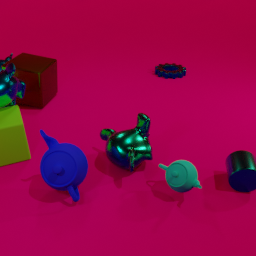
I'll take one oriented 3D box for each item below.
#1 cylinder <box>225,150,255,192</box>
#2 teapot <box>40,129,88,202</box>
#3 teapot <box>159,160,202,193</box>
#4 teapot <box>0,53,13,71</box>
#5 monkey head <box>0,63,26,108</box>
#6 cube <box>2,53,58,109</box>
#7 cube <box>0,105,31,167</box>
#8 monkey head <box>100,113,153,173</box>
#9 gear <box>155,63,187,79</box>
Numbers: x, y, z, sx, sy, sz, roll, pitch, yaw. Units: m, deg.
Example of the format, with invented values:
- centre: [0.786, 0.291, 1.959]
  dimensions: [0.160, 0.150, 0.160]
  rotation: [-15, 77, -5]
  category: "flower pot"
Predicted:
- centre: [2.671, 0.998, 6.513]
  dimensions: [0.710, 0.710, 0.710]
  rotation: [6, 32, 9]
  category: "cylinder"
- centre: [-1.459, 0.808, 6.108]
  dimensions: [1.069, 1.720, 0.842]
  rotation: [-26, -3, 1]
  category: "teapot"
- centre: [1.155, 1.052, 6.097]
  dimensions: [1.156, 0.719, 0.566]
  rotation: [25, 0, 38]
  category: "teapot"
- centre: [-4.837, -2.162, 10.937]
  dimensions: [1.080, 1.737, 0.850]
  rotation: [21, -1, -21]
  category: "teapot"
- centre: [-3.462, -1.145, 7.510]
  dimensions: [1.229, 1.709, 1.030]
  rotation: [55, 13, 19]
  category: "monkey head"
- centre: [-3.456, -1.729, 10.079]
  dimensions: [1.387, 1.387, 1.387]
  rotation: [12, 34, 6]
  category: "cube"
- centre: [-3.311, 0.218, 7.381]
  dimensions: [1.130, 1.130, 1.130]
  rotation: [-13, 34, -21]
  category: "cube"
- centre: [0.013, 0.318, 7.003]
  dimensions: [1.143, 1.364, 1.896]
  rotation: [-6, 26, -28]
  category: "monkey head"
- centre: [1.941, -2.622, 12.831]
  dimensions: [1.428, 0.264, 1.428]
  rotation: [0, 32, 0]
  category: "gear"
